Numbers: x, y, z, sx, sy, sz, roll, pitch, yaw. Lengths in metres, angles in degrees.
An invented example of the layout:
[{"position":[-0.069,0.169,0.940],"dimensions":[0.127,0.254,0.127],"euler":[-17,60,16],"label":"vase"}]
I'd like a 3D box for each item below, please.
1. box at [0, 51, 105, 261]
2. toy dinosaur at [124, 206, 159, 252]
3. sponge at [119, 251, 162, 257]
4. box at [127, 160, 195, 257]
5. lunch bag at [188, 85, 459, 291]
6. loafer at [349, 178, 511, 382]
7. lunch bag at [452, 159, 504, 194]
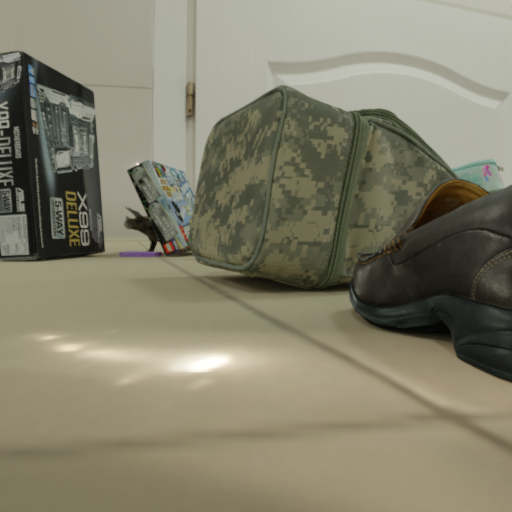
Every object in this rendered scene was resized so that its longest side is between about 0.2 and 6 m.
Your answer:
[{"position":[-3.861,-1.662,10.463],"dimensions":[0.854,3.433,2.707],"euler":[-3,1,9],"label":"box"},{"position":[-2.117,-0.600,12.968],"dimensions":[0.823,1.094,2.139],"euler":[1,5,24],"label":"toy dinosaur"},{"position":[-2.301,-0.033,11.175],"dimensions":[0.756,0.113,0.422],"euler":[0,2,14],"label":"sponge"},{"position":[-1.763,-1.017,12.306],"dimensions":[0.553,1.899,2.774],"euler":[-25,0,8],"label":"box"},{"position":[0.580,-0.496,5.485],"dimensions":[1.990,1.653,2.372],"euler":[13,-3,-21],"label":"lunch bag"},{"position":[0.967,0.012,2.578],"dimensions":[0.740,0.735,2.032],"euler":[-2,2,-13],"label":"loafer"},{"position":[5.408,-1.779,15.518],"dimensions":[2.853,1.100,2.288],"euler":[-16,-14,25],"label":"lunch bag"}]
